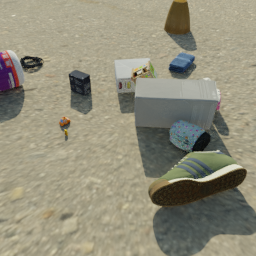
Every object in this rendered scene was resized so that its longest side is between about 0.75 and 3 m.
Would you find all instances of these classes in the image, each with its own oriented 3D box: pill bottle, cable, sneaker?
[{"bbox_3d":[-5.634,-2.088,11.146,2.633,1.481,1.481,-24,46,-25],"label":"pill bottle"},{"bbox_3d":[-4.647,-3.100,13.296,1.161,0.295,0.947,22,50,20],"label":"cable"},{"bbox_3d":[2.914,-1.296,10.795,0.919,0.775,2.100,-3,37,-3],"label":"sneaker"},{"bbox_3d":[1.743,1.276,7.766,2.748,0.922,1.234,-11,33,-12],"label":"sneaker"}]

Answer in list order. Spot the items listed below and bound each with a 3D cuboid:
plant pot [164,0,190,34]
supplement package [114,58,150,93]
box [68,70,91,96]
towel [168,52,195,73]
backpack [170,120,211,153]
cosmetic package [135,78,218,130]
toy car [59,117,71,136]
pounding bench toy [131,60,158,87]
[{"bbox_3d":[2.929,-6.494,16.159,1.551,1.664,1.551,1,41,-1],"label":"plant pot"},{"bbox_3d":[0.231,-2.173,11.596,1.489,0.826,1.160,-5,53,-4],"label":"supplement package"},{"bbox_3d":[-1.943,-1.840,11.382,0.782,0.795,0.467,24,46,25],"label":"box"},{"bbox_3d":[2.540,-3.066,13.148,0.840,0.365,1.505,21,44,22],"label":"towel"},{"bbox_3d":[1.917,0.283,8.934,1.206,0.763,1.006,28,50,31],"label":"backpack"},{"bbox_3d":[1.570,-0.825,9.658,2.707,1.446,1.221,6,48,4],"label":"cosmetic package"},{"bbox_3d":[-2.131,-0.126,9.777,0.416,0.282,0.849,-20,44,-21],"label":"toy car"},{"bbox_3d":[0.667,-1.768,10.415,0.839,1.076,0.669,-21,35,23],"label":"pounding bench toy"}]
